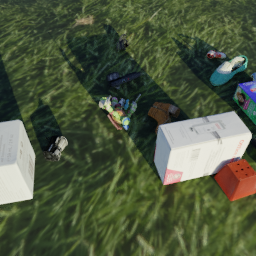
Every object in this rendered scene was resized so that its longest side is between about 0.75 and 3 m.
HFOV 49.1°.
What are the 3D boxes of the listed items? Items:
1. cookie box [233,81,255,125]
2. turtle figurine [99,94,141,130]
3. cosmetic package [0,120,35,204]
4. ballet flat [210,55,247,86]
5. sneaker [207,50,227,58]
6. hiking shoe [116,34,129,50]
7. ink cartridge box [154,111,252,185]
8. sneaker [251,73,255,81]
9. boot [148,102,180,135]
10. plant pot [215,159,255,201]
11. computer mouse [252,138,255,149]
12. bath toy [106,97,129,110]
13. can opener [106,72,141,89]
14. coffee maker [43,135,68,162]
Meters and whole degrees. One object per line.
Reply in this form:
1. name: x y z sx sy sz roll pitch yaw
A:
1. cookie box: 5.386 -0.892 10.555 1.824 0.801 2.133 -12 46 -11
2. turtle figurine: -0.317 -0.870 10.031 1.149 1.597 1.548 -29 35 -20
3. cosmetic package: -3.907 1.059 7.979 2.049 1.704 1.714 -9 46 -8
4. ballet flat: 4.433 -2.643 12.300 2.279 0.802 0.767 -31 50 -27
5. sneaker: 4.252 -3.479 13.504 0.880 0.294 0.472 29 53 30
6. hiking shoe: -0.191 -4.354 14.333 0.595 0.448 1.182 17 56 4
7. ink cartridge box: 2.122 0.622 8.364 2.423 1.775 1.003 -10 48 -11
8. sneaker: 5.542 -1.931 11.972 0.377 0.373 1.039 -28 45 32
9. boot: 1.125 -0.390 10.288 1.076 0.532 1.386 22 70 37
10. plant pot: 3.246 1.446 8.244 0.905 0.799 0.906 -14 46 -14
11. computer mouse: 5.347 0.839 9.036 2.295 0.528 1.612 4 44 4
12. bath toy: -0.482 -1.028 11.006 1.015 0.375 0.441 11 46 11
13. can opener: -0.132 -2.121 11.978 1.704 0.670 0.540 -21 32 -31
14. coffee maker: -2.485 0.683 9.276 0.766 0.537 0.797 -10 39 26
